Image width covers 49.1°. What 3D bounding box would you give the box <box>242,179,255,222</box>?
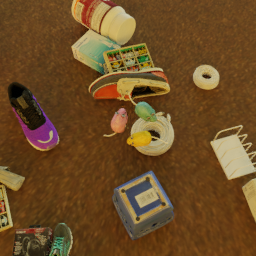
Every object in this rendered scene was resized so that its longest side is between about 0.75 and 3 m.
[{"bbox_3d":[4.431,2.806,8.062,1.137,0.946,2.766,-8,62,-4],"label":"box"}]

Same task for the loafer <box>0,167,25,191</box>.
[{"bbox_3d":[-4.053,1.478,9.075,1.501,0.525,0.524,28,60,6],"label":"loafer"}]

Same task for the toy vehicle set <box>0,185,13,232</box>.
[{"bbox_3d":[-4.140,2.543,8.647,0.850,0.181,1.368,-20,63,-11],"label":"toy vehicle set"}]

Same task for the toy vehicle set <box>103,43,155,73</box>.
[{"bbox_3d":[0.055,-2.603,11.000,1.853,0.246,1.151,-19,86,-23],"label":"toy vehicle set"}]

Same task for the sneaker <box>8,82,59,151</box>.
[{"bbox_3d":[-3.409,-0.488,9.614,0.985,1.410,2.834,-32,65,-17],"label":"sneaker"}]

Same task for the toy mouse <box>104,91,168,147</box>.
[{"bbox_3d":[0.143,-0.277,8.591,1.980,0.383,1.759,-7,89,9],"label":"toy mouse"}]

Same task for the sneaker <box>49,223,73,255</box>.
[{"bbox_3d":[-1.915,3.441,7.855,0.595,0.700,1.534,-3,60,-2],"label":"sneaker"}]

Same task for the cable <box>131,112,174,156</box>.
[{"bbox_3d":[0.844,0.231,9.739,1.493,0.517,1.492,-8,63,-3],"label":"cable"}]

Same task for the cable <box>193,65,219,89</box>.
[{"bbox_3d":[3.097,-2.011,11.060,1.025,0.355,1.024,20,63,11],"label":"cable"}]

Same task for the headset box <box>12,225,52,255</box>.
[{"bbox_3d":[-2.721,3.431,7.971,0.972,0.504,1.306,-3,60,-2],"label":"headset box"}]

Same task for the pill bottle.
[{"bbox_3d":[-1.022,-4.688,11.910,2.559,1.461,1.461,38,68,18],"label":"pill bottle"}]

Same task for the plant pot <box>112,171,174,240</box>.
[{"bbox_3d":[0.439,2.204,8.180,1.483,1.334,1.483,-24,63,-12],"label":"plant pot"}]

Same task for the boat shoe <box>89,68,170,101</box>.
[{"bbox_3d":[0.076,-1.492,10.436,2.995,1.066,0.937,-12,64,-12],"label":"boat shoe"}]

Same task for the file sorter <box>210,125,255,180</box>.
[{"bbox_3d":[3.562,0.785,9.220,0.989,0.887,1.425,-15,63,-8],"label":"file sorter"}]

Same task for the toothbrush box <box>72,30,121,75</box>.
[{"bbox_3d":[-1.265,-3.111,11.461,1.653,0.705,1.210,31,67,15],"label":"toothbrush box"}]
